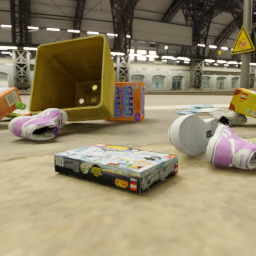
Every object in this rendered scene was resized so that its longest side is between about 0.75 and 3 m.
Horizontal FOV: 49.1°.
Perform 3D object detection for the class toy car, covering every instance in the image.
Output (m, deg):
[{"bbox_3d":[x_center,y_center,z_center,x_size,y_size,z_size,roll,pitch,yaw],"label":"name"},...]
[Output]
[{"bbox_3d":[-3.870,-0.763,10.555,1.062,1.129,0.252,19,-12,21],"label":"toy car"}]

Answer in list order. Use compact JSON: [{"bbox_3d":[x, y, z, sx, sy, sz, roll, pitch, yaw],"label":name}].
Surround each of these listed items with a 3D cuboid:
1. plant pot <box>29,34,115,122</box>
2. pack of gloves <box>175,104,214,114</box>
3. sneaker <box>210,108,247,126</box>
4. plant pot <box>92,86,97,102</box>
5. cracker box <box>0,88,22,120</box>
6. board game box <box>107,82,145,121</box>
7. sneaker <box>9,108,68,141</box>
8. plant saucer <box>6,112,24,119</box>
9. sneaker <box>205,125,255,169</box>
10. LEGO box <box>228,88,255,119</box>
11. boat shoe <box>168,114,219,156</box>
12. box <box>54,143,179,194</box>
[{"bbox_3d":[-1.768,-1.536,10.743,2.744,2.744,2.420,-4,-17,16],"label":"plant pot"},{"bbox_3d":[3.751,-0.908,15.607,2.198,0.434,1.847,-3,17,9],"label":"pack of gloves"},{"bbox_3d":[3.908,-0.281,10.696,1.528,0.578,0.703,9,36,-12],"label":"sneaker"},{"bbox_3d":[-2.807,-3.221,24.918,2.372,2.372,2.232,-4,25,-24],"label":"plant pot"},{"bbox_3d":[-5.932,-0.852,10.880,2.925,0.844,1.959,3,32,24],"label":"cracker box"},{"bbox_3d":[-0.137,-1.236,12.761,1.667,1.665,1.666,1,9,10],"label":"board game box"},{"bbox_3d":[-2.290,-0.038,8.335,1.182,0.752,2.074,11,21,29],"label":"sneaker"},{"bbox_3d":[-5.283,-0.575,12.627,1.255,0.195,1.255,14,3,-1],"label":"plant saucer"},{"bbox_3d":[2.174,0.418,5.588,0.991,0.630,1.737,10,19,22],"label":"sneaker"},{"bbox_3d":[5.127,-0.782,10.535,2.203,0.850,1.640,24,19,27],"label":"LEGO box"},{"bbox_3d":[1.420,0.095,6.584,0.823,0.901,2.505,-1,6,33],"label":"boat shoe"},{"bbox_3d":[-0.204,0.609,4.769,1.776,0.354,1.216,6,10,35],"label":"box"}]
